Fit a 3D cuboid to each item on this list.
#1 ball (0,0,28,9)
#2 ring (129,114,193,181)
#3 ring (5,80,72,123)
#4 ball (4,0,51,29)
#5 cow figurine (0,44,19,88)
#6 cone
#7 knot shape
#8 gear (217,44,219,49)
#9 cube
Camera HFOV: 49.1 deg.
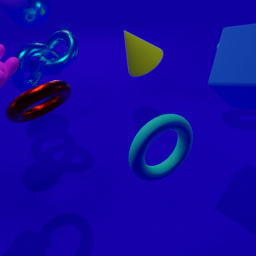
[{"bbox_3d":[-2.655,-3.155,6.229,0.949,0.949,0.949,0,37,0],"label":"ball"},{"bbox_3d":[0.524,0.319,4.313,1.146,1.146,0.229,-19,36,-24],"label":"ring"},{"bbox_3d":[-1.594,-0.464,5.072,1.254,1.254,0.251,-28,86,-32],"label":"ring"},{"bbox_3d":[-2.870,-3.512,8.010,1.286,1.286,1.286,0,37,0],"label":"ball"},{"bbox_3d":[-2.574,-0.696,4.717,1.322,0.738,1.344,-36,22,25],"label":"cow figurine"},{"bbox_3d":[0.217,-2.413,8.367,1.235,1.239,1.235,-24,41,22],"label":"cone"},{"bbox_3d":[-2.219,-1.605,7.010,1.934,0.893,1.809,-23,19,37],"label":"knot shape"},{"bbox_3d":[3.644,-2.289,8.640,1.732,0.320,1.732,2,67,-5],"label":"gear"},{"bbox_3d":[2.707,-1.231,5.858,1.341,1.341,1.341,10,78,43],"label":"cube"}]
